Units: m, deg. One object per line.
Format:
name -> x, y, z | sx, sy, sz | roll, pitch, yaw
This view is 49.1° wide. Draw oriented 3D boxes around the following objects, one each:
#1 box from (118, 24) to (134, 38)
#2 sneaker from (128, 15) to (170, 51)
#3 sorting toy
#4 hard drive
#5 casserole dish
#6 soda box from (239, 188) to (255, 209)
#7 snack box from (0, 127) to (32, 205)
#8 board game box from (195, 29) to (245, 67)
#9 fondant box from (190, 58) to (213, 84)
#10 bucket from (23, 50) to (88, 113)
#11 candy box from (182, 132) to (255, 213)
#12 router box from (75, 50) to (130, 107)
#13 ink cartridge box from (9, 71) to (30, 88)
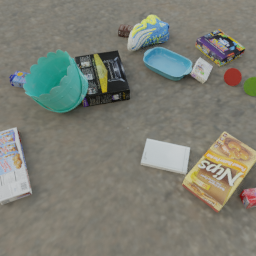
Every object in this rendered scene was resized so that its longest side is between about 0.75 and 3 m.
box -> 0.088, -4.898, 14.234 | 1.099, 0.412, 0.550 | 11, 55, 9
sneaker -> 1.138, -4.531, 13.549 | 1.498, 1.080, 2.851 | 23, 57, 15
sorting toy -> 5.343, -1.929, 12.031 | 2.350, 0.815, 0.809 | 32, 37, 23
hard drive -> 1.358, 1.006, 10.084 | 1.615, 0.215, 1.065 | 11, 55, 9
casserole dish -> 1.778, -2.882, 12.731 | 2.343, 0.455, 1.419 | 31, 60, 22
soda box -> 4.429, 2.197, 9.075 | 1.438, 0.456, 0.503 | -8, 55, -6
snack box -> -4.156, 1.230, 9.840 | 1.003, 0.339, 2.790 | -18, 56, -13
board game box -> 4.397, -3.886, 13.434 | 1.484, 0.509, 1.796 | -27, 58, -19
fondant box -> 3.262, -2.555, 12.430 | 0.726, 0.293, 1.006 | 34, 57, -5
bucket -> -2.722, -1.730, 10.886 | 2.229, 1.450, 2.229 | -14, 57, 23
candy box -> 3.157, 1.416, 9.485 | 1.433, 0.686, 2.482 | 36, 62, 23
router box -> -1.142, -2.185, 12.100 | 2.000, 0.664, 2.544 | -10, 55, -7
ink cartridge box -> -4.697, -2.120, 12.258 | 0.951, 0.363, 0.649 | 10, 55, 10
